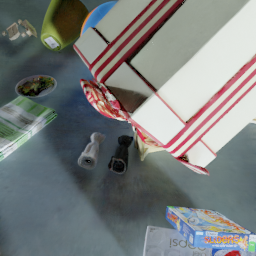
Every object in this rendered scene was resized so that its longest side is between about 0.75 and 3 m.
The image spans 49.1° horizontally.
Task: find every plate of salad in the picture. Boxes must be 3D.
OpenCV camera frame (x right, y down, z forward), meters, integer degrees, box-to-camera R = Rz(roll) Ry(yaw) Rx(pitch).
[{"bbox_3d":[-3.049,-1.444,9.265,1.342,0.322,1.342,0,44,0],"label":"plate of salad"}]

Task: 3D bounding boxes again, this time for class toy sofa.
[{"bbox_3d":[1.030,0.187,7.234,1.732,0.717,0.845,-8,45,-9],"label":"toy sofa"}]

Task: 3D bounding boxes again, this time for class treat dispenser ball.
[{"bbox_3d":[-0.376,-2.932,9.355,2.389,2.389,2.389,0,43,0],"label":"treat dispenser ball"}]

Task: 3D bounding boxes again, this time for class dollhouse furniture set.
[{"bbox_3d":[-4.661,-3.972,12.098,1.294,0.632,1.104,-32,59,9],"label":"dollhouse furniture set"}]

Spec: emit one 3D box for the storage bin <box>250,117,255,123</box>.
[{"bbox_3d":[4.672,-1.159,8.409,2.332,1.101,2.349,11,44,11],"label":"storage bin"}]

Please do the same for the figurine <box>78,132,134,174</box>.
[{"bbox_3d":[-0.525,0.526,7.099,1.242,0.534,1.211,7,36,8],"label":"figurine"}]

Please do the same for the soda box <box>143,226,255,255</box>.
[{"bbox_3d":[1.315,2.354,4.958,2.077,0.661,0.707,6,43,7],"label":"soda box"}]

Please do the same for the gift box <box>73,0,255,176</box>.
[{"bbox_3d":[0.835,-0.895,4.642,2.660,2.628,2.848,-44,43,10],"label":"gift box"}]

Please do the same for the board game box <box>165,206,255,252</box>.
[{"bbox_3d":[1.390,1.753,5.026,1.052,1.554,0.268,7,87,-8],"label":"board game box"}]

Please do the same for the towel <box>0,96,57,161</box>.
[{"bbox_3d":[-3.326,-0.122,7.843,1.648,0.339,2.209,23,48,22],"label":"towel"}]

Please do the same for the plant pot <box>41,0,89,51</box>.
[{"bbox_3d":[-2.667,-4.049,11.245,1.749,1.749,1.869,13,60,13],"label":"plant pot"}]
